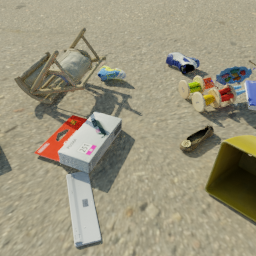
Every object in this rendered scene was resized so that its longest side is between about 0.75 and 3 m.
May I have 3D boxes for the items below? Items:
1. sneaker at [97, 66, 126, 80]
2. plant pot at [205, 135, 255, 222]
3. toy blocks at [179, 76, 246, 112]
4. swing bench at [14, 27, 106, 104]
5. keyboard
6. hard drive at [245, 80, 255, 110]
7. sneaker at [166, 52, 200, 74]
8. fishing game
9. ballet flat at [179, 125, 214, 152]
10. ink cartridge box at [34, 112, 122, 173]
[{"bbox_3d":[-0.889,-2.665,14.404,1.615,0.612,0.848,21,56,33],"label":"sneaker"},{"bbox_3d":[3.885,1.316,8.631,1.998,1.998,1.762,29,37,30],"label":"plant pot"},{"bbox_3d":[3.928,-1.771,12.999,2.489,0.904,2.075,-15,42,-18],"label":"toy blocks"},{"bbox_3d":[-3.093,-2.780,13.151,2.989,1.939,2.973,-20,29,33],"label":"swing bench"},{"bbox_3d":[-1.422,2.364,8.688,0.745,0.141,2.646,-6,40,-15],"label":"keyboard"},{"bbox_3d":[6.342,-1.510,13.163,1.448,0.278,2.195,9,41,10],"label":"hard drive"},{"bbox_3d":[2.893,-3.487,15.170,1.846,0.746,1.066,17,41,17],"label":"sneaker"},{"bbox_3d":[4.521,-2.166,11.980,1.529,2.136,0.332,17,62,-42],"label":"fishing game"},{"bbox_3d":[2.682,0.350,10.826,1.838,0.426,0.619,-26,47,-28],"label":"ballet flat"},{"bbox_3d":[-1.839,0.287,10.724,2.379,0.597,2.741,16,41,17],"label":"ink cartridge box"}]
